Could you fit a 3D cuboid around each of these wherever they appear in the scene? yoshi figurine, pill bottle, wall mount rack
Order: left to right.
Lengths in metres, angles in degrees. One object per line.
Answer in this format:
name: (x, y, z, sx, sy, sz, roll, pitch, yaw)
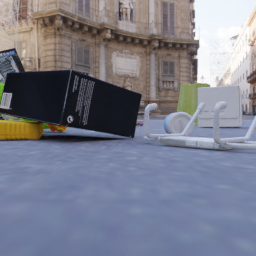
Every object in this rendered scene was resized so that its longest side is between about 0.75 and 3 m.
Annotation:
yoshi figurine: (-2.604, -0.575, 6.886, 2.270, 1.271, 1.276, 7, 24, 19)
pill bottle: (0.886, -0.054, 5.041, 0.451, 0.451, 0.830, 0, 2, -1)
wall mount rack: (1.040, -0.079, 3.616, 1.636, 0.610, 1.421, 3, 4, 44)

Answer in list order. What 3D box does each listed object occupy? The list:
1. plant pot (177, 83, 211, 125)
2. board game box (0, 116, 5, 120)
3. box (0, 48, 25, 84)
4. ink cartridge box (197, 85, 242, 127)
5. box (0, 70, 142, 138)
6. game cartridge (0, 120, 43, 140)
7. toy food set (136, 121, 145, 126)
plant pot: (3.475, -1.219, 14.479, 2.287, 2.102, 2.287, 0, 1, 0)
board game box: (-4.510, -0.133, 7.792, 2.335, 0.402, 1.580, 1, 2, 17)
box: (-3.749, -1.349, 7.895, 0.452, 1.432, 1.816, -8, 17, 40)
ink cartridge box: (3.442, -0.748, 10.396, 1.432, 1.425, 1.951, -1, 2, 23)
box: (-1.066, -0.424, 4.941, 2.130, 0.840, 1.503, 9, -4, 43)
game cartridge: (-2.725, 0.021, 5.090, 2.243, 0.364, 1.977, 2, 1, -14)
toy food set: (0.297, -0.150, 12.052, 0.697, 0.173, 1.096, -1, -5, -28)
